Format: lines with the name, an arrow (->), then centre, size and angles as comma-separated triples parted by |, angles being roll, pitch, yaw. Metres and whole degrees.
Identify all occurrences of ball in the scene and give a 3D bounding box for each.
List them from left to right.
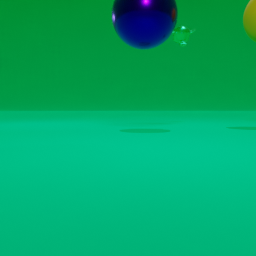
ball -> 0.350, -2.390, 5.951 | 1.398, 1.398, 1.398 | 0, 4, 0
ball -> 3.498, -2.686, 6.747 | 1.340, 1.340, 1.340 | 0, 4, 0

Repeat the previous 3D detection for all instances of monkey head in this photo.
monkey head -> 2.058, -3.497, 10.643 | 1.059, 0.638, 0.762 | -2, 42, -2
